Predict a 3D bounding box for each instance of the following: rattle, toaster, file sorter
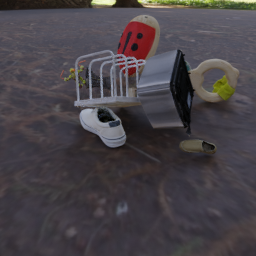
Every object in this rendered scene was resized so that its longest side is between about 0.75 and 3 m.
[{"bbox_3d":[2.649,-1.923,9.967,2.336,1.521,1.669,13,41,13],"label":"rattle"},{"bbox_3d":[1.105,-0.918,7.579,1.062,1.619,1.790,-6,47,27],"label":"toaster"},{"bbox_3d":[-0.268,-1.314,8.087,1.487,1.335,2.143,-1,2,37],"label":"file sorter"}]

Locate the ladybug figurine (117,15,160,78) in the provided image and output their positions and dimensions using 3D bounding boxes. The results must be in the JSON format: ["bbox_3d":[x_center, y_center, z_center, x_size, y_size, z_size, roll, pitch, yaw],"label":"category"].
[{"bbox_3d":[0.316,-3.513,11.880,1.898,2.797,1.006,16,0,44],"label":"ladybug figurine"}]

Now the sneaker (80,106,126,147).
[{"bbox_3d":[-0.710,-0.256,7.693,0.797,0.773,2.182,-17,29,-29],"label":"sneaker"}]

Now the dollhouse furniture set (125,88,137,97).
[{"bbox_3d":[0.346,-1.259,10.084,0.922,0.408,0.478,-13,10,-42],"label":"dollhouse furniture set"}]

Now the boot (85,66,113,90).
[{"bbox_3d":[-1.016,-1.763,10.006,0.991,0.394,1.139,-1,55,-7],"label":"boot"}]

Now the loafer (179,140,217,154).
[{"bbox_3d":[1.704,0.432,6.765,0.906,0.305,0.344,3,70,2],"label":"loafer"}]

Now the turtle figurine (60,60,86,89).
[{"bbox_3d":[-1.833,-1.904,10.293,1.115,0.899,0.359,-34,38,7],"label":"turtle figurine"}]
